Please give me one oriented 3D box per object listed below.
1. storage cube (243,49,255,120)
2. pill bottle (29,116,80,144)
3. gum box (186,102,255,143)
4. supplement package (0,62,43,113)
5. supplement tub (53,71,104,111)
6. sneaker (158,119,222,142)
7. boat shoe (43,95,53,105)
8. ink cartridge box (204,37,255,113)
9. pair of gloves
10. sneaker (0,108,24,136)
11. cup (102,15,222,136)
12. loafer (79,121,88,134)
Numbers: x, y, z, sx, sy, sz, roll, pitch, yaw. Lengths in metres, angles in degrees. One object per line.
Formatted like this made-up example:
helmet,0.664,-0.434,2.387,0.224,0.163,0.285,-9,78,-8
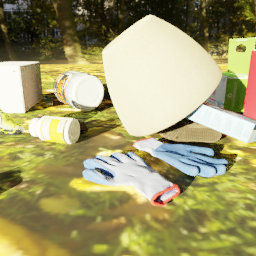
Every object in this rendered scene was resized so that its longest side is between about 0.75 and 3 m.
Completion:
storage cube,4.582,-0.816,7.154,2.217,2.331,2.593,-11,20,-34
pill bottle,-1.897,0.029,7.193,1.191,0.663,0.663,6,17,19
gum box,2.166,-0.258,6.754,1.999,0.445,1.699,27,16,32
supplement package,-4.779,-1.771,11.547,1.756,1.778,2.932,-1,16,-3
supplement tub,-2.100,-1.559,11.408,1.444,1.444,2.356,-10,18,-32
sneaker,1.528,0.033,7.356,1.718,0.605,0.649,12,15,2
boat shoe,-3.540,-1.283,12.422,0.426,0.362,1.171,-6,17,-21
ink cartridge box,3.881,-2.106,11.000,1.025,2.705,2.000,-2,16,-7
pair of gloves,0.552,0.714,5.471,2.674,0.305,2.149,-13,21,-39
sneaker,-3.380,-0.376,7.020,1.736,0.663,0.655,28,-20,-7
cup,0.544,-1.491,6.912,2.821,2.018,2.821,-33,21,14
loafer,-1.671,-0.085,8.114,1.079,0.385,0.394,4,16,13
